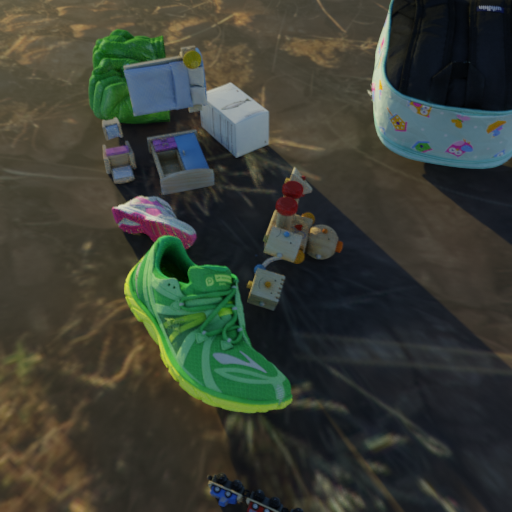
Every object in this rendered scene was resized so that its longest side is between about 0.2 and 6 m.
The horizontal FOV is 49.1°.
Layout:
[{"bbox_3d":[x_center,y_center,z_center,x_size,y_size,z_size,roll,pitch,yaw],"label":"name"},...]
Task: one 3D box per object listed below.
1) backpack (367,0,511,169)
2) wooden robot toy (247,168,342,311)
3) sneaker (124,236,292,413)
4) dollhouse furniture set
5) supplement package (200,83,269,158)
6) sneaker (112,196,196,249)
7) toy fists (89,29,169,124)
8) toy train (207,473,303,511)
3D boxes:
[{"bbox_3d":[3.731,-3.233,10.764,3.082,2.688,3.506,11,50,7],"label":"backpack"},{"bbox_3d":[0.817,-0.320,9.130,1.276,1.239,2.812,19,50,1],"label":"wooden robot toy"},{"bbox_3d":[-0.714,0.851,7.621,1.196,1.350,3.230,-1,35,-50],"label":"sneaker"},{"bbox_3d":[-1.863,-2.491,10.374,2.163,2.292,1.495,-13,46,-12],"label":"dollhouse furniture set"},{"bbox_3d":[-0.471,-2.861,11.740,0.842,0.845,1.440,-27,51,-24],"label":"supplement package"},{"bbox_3d":[-1.679,-0.661,9.720,1.638,0.666,0.723,23,52,21],"label":"sneaker"},{"bbox_3d":[-2.926,-4.148,12.792,1.732,1.169,3.398,-6,47,-5],"label":"toy fists"},{"bbox_3d":[0.060,2.936,6.520,1.461,0.249,0.335,18,61,16],"label":"toy train"}]
